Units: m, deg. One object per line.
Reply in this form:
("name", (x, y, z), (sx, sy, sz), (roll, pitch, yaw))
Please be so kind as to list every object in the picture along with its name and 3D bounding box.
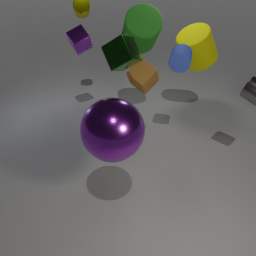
("cylinder", (0.507, -3.781, 10.794), (1.400, 1.400, 1.400), (-4, -8, -8))
("cylinder", (1.715, -2.274, 9.118), (0.700, 0.700, 0.700), (8, 43, 13))
("cylinder", (-1.944, -5.052, 11.776), (0.700, 0.700, 0.700), (-5, 6, -8))
("ball", (-0.332, 0.042, 6.070), (1.400, 1.400, 1.400), (0, 31, 0))
("cube", (-0.150, -1.972, 7.418), (0.700, 0.700, 0.700), (-23, 1, 28))
("cube", (-1.892, -3.437, 10.933), (0.700, 0.700, 0.700), (-32, 73, -7))
("cube", (0.479, -1.639, 8.915), (0.700, 0.700, 0.700), (41, 84, 21))
("cylinder", (3.864, -1.079, 8.403), (0.700, 0.700, 0.700), (40, 46, 22))
("cylinder", (2.849, -3.318, 11.537), (1.400, 1.400, 1.400), (-17, 48, 20))
